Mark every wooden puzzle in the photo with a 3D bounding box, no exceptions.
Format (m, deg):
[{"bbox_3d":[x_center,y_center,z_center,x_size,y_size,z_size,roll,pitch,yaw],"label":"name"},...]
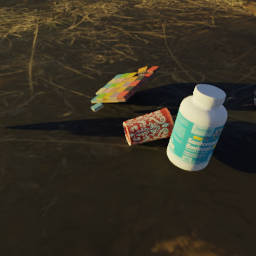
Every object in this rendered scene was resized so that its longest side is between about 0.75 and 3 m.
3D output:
[{"bbox_3d":[-0.215,-1.406,9.476,1.635,0.194,2.757,3,39,43],"label":"wooden puzzle"}]

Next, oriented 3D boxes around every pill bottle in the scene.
[{"bbox_3d":[1.684,-0.016,6.777,1.101,1.987,1.101,7,34,-5],"label":"pill bottle"}]

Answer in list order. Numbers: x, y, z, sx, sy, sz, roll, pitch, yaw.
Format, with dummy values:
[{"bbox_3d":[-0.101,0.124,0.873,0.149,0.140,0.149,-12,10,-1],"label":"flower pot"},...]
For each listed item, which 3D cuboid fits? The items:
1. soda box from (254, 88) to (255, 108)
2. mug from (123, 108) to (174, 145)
[{"bbox_3d":[4.434,-0.892,9.257,0.440,0.393,1.242,-1,36,21],"label":"soda box"},{"bbox_3d":[0.558,0.048,7.971,1.264,1.122,0.843,-15,74,-9],"label":"mug"}]
